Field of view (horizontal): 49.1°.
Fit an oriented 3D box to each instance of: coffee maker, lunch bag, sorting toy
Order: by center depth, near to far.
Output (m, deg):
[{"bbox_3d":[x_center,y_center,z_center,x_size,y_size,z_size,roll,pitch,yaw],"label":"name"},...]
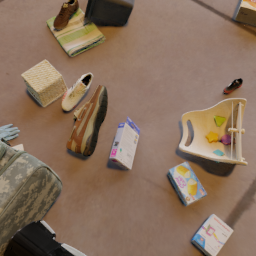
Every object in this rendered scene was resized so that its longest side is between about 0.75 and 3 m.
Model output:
[{"bbox_3d":[-2.115,3.464,7.165,2.075,1.993,1.398,28,82,16],"label":"coffee maker"},{"bbox_3d":[-3.824,1.921,7.983,2.500,2.077,2.981,25,66,23],"label":"lunch bag"},{"bbox_3d":[2.789,0.210,9.382,2.070,1.229,2.300,6,64,12],"label":"sorting toy"}]

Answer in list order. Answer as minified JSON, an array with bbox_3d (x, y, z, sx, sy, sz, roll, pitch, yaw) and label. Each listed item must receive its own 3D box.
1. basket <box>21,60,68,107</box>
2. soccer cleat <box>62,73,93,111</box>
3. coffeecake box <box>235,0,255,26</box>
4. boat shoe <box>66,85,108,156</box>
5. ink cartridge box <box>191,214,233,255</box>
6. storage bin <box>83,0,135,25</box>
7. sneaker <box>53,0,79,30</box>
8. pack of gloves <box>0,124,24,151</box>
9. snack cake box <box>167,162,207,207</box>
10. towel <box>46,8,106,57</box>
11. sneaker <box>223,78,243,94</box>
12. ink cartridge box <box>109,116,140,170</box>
[{"bbox_3d":[-3.061,-1.664,10.375,1.198,0.964,1.187,-38,68,-19],"label":"basket"},{"bbox_3d":[-1.843,-1.361,10.262,0.582,0.723,1.697,40,66,-15],"label":"soccer cleat"},{"bbox_3d":[5.916,-5.552,12.466,1.620,0.771,2.110,21,65,11],"label":"coffeecake box"},{"bbox_3d":[-1.409,-0.359,9.672,0.998,1.022,2.702,9,60,10],"label":"boat shoe"},{"bbox_3d":[2.467,3.149,8.192,0.722,0.423,0.999,39,68,18],"label":"ink cartridge box"},{"bbox_3d":[-0.636,-5.955,12.043,1.877,2.034,2.794,13,62,-15],"label":"storage bin"},{"bbox_3d":[-2.718,-5.007,11.981,0.613,0.658,1.741,21,66,12],"label":"sneaker"},{"bbox_3d":[-4.554,0.698,9.584,1.839,0.363,1.545,-12,62,-17],"label":"pack of gloves"},{"bbox_3d":[1.855,1.773,8.908,0.698,0.408,1.215,-23,65,-12],"label":"snack cake box"},{"bbox_3d":[-2.278,-4.212,12.013,1.762,0.362,2.362,-30,66,-15],"label":"towel"},{"bbox_3d":[4.008,-1.614,10.638,0.898,0.439,0.317,-31,69,-13],"label":"sneaker"},{"bbox_3d":[-0.072,0.504,9.279,0.328,0.932,1.562,-3,59,35],"label":"ink cartridge box"}]
